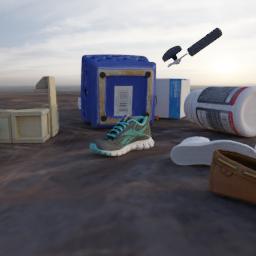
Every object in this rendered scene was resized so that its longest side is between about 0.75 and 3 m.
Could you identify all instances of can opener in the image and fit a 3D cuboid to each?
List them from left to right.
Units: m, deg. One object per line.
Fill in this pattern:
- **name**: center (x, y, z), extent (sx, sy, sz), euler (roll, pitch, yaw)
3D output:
- **can opener**: center (2.971, -3.926, 13.363), extent (2.987, 0.999, 0.797), euler (-34, 7, 24)

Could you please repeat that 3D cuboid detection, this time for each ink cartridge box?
- **ink cartridge box**: center (1.668, -1.609, 14.603), extent (2.723, 1.969, 2.004), euler (4, 10, 24)

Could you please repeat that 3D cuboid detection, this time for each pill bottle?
- **pill bottle**: center (3.417, -0.699, 10.147), extent (1.648, 1.648, 2.844), euler (-5, 11, -27)

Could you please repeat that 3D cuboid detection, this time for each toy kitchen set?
- **toy kitchen set**: center (-3.549, -0.710, 9.247), extent (2.182, 1.973, 2.419), euler (-1, 9, -3)

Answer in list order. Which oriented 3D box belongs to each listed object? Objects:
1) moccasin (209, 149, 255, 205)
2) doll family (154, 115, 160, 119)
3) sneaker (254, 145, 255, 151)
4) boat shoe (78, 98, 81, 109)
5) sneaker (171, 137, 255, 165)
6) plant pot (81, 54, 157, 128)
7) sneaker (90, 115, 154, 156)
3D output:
- **moccasin**: center (2.296, 0.716, 3.916), extent (0.853, 0.900, 2.332), euler (-9, 13, -42)
- **doll family**: center (1.166, -0.508, 13.287), extent (0.848, 0.382, 0.526), euler (15, -8, -35)
- **sneaker**: center (3.599, 0.532, 6.596), extent (1.275, 0.488, 0.515), euler (-9, 24, -22)
- **boat shoe**: center (-1.960, -1.677, 18.453), extent (2.668, 0.872, 0.982), euler (-3, 10, -20)
- **sneaker**: center (1.927, 0.471, 6.216), extent (1.753, 0.646, 1.013), euler (3, 13, 24)
- **plant pot**: center (-0.385, -1.499, 11.639), extent (2.976, 2.976, 2.676), euler (-2, 17, -13)
- **sneaker**: center (-0.151, 0.139, 7.264), extent (0.809, 0.951, 2.086), euler (8, 13, 42)
